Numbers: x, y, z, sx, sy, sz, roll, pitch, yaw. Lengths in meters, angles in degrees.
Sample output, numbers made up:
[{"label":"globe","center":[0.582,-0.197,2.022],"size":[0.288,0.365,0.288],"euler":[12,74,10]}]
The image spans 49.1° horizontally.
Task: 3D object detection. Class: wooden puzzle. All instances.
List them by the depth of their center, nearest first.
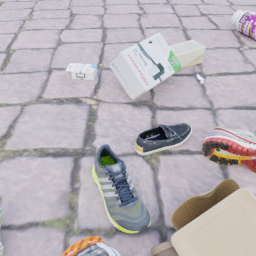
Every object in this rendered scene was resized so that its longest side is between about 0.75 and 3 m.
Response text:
[{"label":"wooden puzzle","center":[2.350,2.703,6.103],"size":[2.202,0.410,2.037],"euler":[-29,70,-13]}]

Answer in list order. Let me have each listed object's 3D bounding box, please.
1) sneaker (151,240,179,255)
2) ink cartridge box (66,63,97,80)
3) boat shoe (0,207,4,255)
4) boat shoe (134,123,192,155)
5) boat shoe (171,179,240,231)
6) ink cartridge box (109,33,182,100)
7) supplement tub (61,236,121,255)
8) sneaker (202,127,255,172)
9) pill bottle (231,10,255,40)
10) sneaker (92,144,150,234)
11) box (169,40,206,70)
[{"label":"sneaker","center":[1.519,2.840,6.499],"size":[1.936,0.682,0.731],"euler":[-14,62,-12]},{"label":"ink cartridge box","center":[-2.102,-2.569,12.750],"size":[1.273,0.432,0.738],"euler":[5,41,6]},{"label":"boat shoe","center":[-3.225,2.869,6.347],"size":[0.708,0.822,2.282],"euler":[12,49,-9]},{"label":"boat shoe","center":[1.231,0.234,9.332],"size":[2.227,0.693,0.831],"euler":[-18,42,-21]},{"label":"boat shoe","center":[2.012,2.073,7.336],"size":[2.145,0.672,0.786],"euler":[-22,71,-19]},{"label":"ink cartridge box","center":[0.766,-2.580,11.621],"size":[2.537,1.054,1.860],"euler":[-37,95,-34]},{"label":"supplement tub","center":[-0.395,3.297,5.239],"size":[1.396,1.396,2.279],"euler":[-23,47,-24]},{"label":"sneaker","center":[3.846,0.583,8.592],"size":[2.899,1.129,1.191],"euler":[17,43,18]},{"label":"pill bottle","center":[7.026,-5.917,15.989],"size":[1.270,1.270,2.263],"euler":[-19,43,-20]},{"label":"sneaker","center":[-0.298,1.547,7.475],"size":[1.018,1.115,2.755],"euler":[-20,45,-22]},{"label":"box","center":[2.515,-3.455,13.444],"size":[2.207,0.858,1.048],"euler":[-21,45,-22]}]
